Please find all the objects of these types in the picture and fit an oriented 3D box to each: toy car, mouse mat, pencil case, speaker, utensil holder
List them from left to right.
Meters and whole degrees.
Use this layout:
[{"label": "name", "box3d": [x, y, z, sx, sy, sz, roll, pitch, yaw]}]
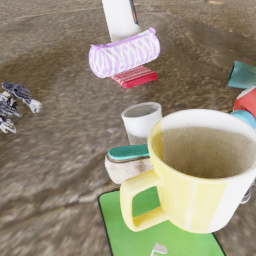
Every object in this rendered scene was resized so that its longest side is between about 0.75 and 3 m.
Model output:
[{"label": "speaker", "box3d": [-0.260, -3.481, 8.103, 0.899, 2.214, 0.899, -13, 1, 0]}, {"label": "pencil case", "box3d": [-0.043, -1.913, 7.077, 1.957, 0.837, 0.821, -30, 57, -32]}, {"label": "utensil holder", "box3d": [0.445, 0.074, 7.076, 0.994, 1.169, 0.994, -11, 23, 5]}, {"label": "mouse mat", "box3d": [0.602, 2.027, 5.449, 2.047, 0.096, 2.544, -9, 37, -13]}, {"label": "toy car", "box3d": [4.223, -1.028, 7.472, 2.394, 2.707, 2.495, 29, 44, 34]}]

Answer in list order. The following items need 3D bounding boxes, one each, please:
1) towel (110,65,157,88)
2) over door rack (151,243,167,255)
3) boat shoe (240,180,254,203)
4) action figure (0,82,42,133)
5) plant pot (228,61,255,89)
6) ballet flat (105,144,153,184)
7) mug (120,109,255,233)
[{"label": "towel", "box3d": [-0.010, -2.233, 11.309, 1.546, 0.240, 2.138, -21, 39, -24]}, {"label": "over door rack", "box3d": [0.968, 2.763, 3.725, 2.086, 0.695, 1.541, 28, 40, 2]}, {"label": "boat shoe", "box3d": [2.637, 1.126, 6.408, 0.493, 0.425, 1.356, 17, 39, 22]}, {"label": "action figure", "box3d": [-3.360, -0.563, 8.153, 1.394, 1.197, 2.346, -51, 13, -16]}, {"label": "plant pot", "box3d": [4.402, -1.934, 10.491, 1.073, 0.758, 0.758, 16, 38, 10]}, {"label": "ballet flat", "box3d": [0.835, 0.759, 6.478, 2.727, 0.917, 0.928, -6, 23, -6]}, {"label": "mug", "box3d": [1.098, 0.933, 5.249, 2.336, 1.917, 1.870, 0, 38, 5]}]
